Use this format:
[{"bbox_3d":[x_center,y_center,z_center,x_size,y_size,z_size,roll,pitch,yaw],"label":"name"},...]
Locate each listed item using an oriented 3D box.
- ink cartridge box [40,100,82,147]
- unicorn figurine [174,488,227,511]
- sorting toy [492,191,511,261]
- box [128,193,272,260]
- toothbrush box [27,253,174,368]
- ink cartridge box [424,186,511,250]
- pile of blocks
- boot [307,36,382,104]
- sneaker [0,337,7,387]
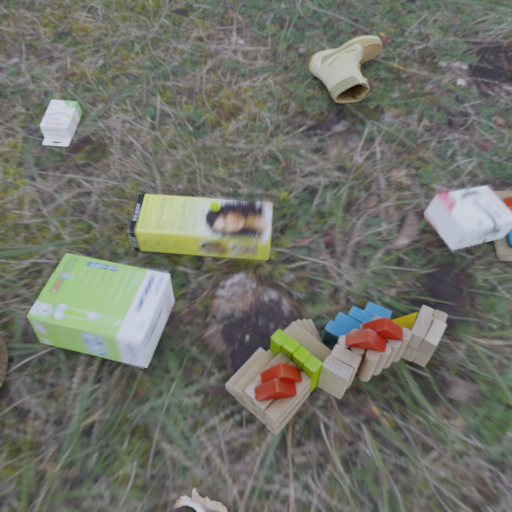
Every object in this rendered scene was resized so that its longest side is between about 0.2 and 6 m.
[{"bbox_3d":[-3.807,-2.579,10.866,0.559,0.321,0.955,4,56,3],"label":"ink cartridge box"},{"bbox_3d":[-0.695,3.517,6.647,0.943,0.507,1.373,24,53,3],"label":"unicorn figurine"},{"bbox_3d":[5.030,-0.552,9.530,2.064,0.276,1.538,0,56,1],"label":"sorting toy"},{"bbox_3d":[-0.893,-0.489,9.315,2.293,0.575,0.863,3,55,3],"label":"box"},{"bbox_3d":[-2.215,0.774,8.215,1.692,0.729,1.232,10,50,8],"label":"toothbrush box"},{"bbox_3d":[3.504,-0.640,9.162,1.166,0.494,0.849,-11,54,-26],"label":"ink cartridge box"},{"bbox_3d":[1.196,1.204,7.889,3.391,1.054,1.392,-20,59,-14],"label":"pile of blocks"},{"bbox_3d":[2.068,-3.826,11.530,1.668,0.607,1.296,-20,58,-12],"label":"boot"},{"bbox_3d":[-4.651,2.192,7.162,1.788,1.133,3.180,-22,24,23],"label":"sneaker"}]
